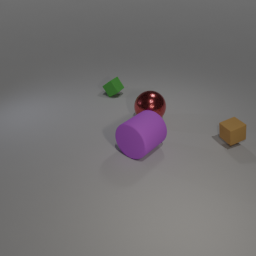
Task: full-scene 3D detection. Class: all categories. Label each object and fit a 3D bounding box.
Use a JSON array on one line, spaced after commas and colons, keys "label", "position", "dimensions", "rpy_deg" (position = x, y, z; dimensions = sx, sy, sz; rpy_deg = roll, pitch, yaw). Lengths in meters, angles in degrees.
[{"label": "cube", "position": [-0.768, -2.163, 14.764], "dimensions": [0.700, 0.700, 0.700], "rpy_deg": [-24, 15, 39]}, {"label": "ball", "position": [0.969, -0.938, 12.276], "dimensions": [1.400, 1.400, 1.400], "rpy_deg": [0, 31, 0]}, {"label": "cube", "position": [3.966, 0.113, 10.625], "dimensions": [0.700, 0.700, 0.700], "rpy_deg": [-21, 34, -11]}, {"label": "cylinder", "position": [0.492, 0.227, 10.314], "dimensions": [1.400, 1.400, 1.400], "rpy_deg": [22, 37, 33]}]
